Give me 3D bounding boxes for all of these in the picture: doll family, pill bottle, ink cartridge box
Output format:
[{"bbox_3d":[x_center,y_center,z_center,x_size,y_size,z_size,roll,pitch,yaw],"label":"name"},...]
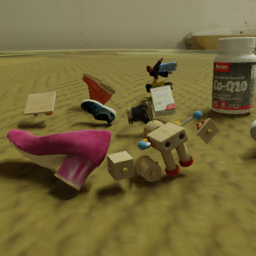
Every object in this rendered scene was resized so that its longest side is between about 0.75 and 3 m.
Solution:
[{"bbox_3d":[1.344,-2.186,12.303,1.326,2.294,0.900,-4,42,-8],"label":"doll family"},{"bbox_3d":[3.909,-1.946,10.358,1.501,2.635,1.501,-2,15,1],"label":"pill bottle"},{"bbox_3d":[1.177,-0.906,9.487,0.689,0.396,0.949,-10,61,3],"label":"ink cartridge box"}]

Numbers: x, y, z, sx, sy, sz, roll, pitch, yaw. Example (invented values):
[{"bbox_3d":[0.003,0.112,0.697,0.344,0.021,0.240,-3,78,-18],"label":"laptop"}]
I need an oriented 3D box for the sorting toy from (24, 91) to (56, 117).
[{"bbox_3d":[-2.846,-0.739,9.228,0.915,0.318,0.909,-6,49,2],"label":"sorting toy"}]

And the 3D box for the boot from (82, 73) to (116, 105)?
[{"bbox_3d":[-1.346,-1.492,10.985,1.758,0.943,0.660,39,14,34],"label":"boot"}]

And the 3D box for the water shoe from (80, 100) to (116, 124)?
[{"bbox_3d":[-1.027,-0.545,9.161,1.286,0.460,0.507,18,39,9],"label":"water shoe"}]

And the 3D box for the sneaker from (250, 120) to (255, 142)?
[{"bbox_3d":[4.179,-0.078,7.560,2.859,1.005,1.146,-11,14,-27],"label":"sneaker"}]

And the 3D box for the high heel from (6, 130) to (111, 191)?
[{"bbox_3d":[-1.569,0.238,6.024,2.651,0.893,1.272,20,70,40],"label":"high heel"}]

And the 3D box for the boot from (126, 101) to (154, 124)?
[{"bbox_3d":[0.384,-0.232,8.267,0.753,1.000,0.366,-12,15,2],"label":"boot"}]

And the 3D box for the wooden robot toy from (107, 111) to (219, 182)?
[{"bbox_3d":[0.642,0.351,6.047,2.523,1.112,1.145,-27,28,-16],"label":"wooden robot toy"}]
